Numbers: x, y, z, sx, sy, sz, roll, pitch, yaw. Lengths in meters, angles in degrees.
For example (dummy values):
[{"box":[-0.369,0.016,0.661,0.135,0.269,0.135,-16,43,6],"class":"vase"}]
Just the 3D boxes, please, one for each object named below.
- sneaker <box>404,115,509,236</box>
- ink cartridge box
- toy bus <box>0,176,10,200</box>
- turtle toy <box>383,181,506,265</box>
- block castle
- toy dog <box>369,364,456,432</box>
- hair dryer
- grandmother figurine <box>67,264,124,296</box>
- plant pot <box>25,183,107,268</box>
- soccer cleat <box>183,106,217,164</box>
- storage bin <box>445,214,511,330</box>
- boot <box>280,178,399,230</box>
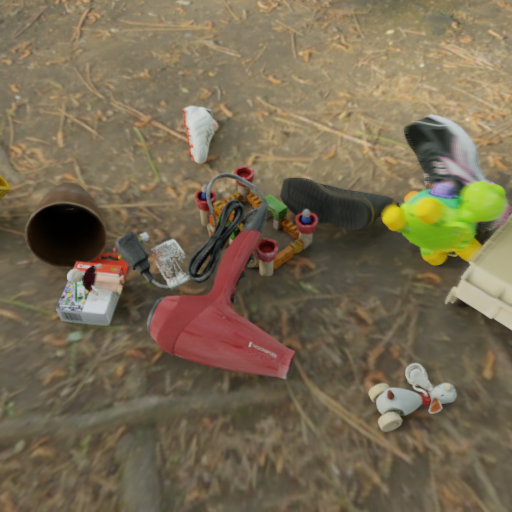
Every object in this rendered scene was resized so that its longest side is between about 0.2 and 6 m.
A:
[{"box":[3.941,-1.624,11.497,1.226,1.141,2.840,-29,76,-28],"class":"sneaker"},{"box":[-3.060,0.491,10.748,0.932,0.430,1.710,5,50,5],"class":"ink cartridge box"},{"box":[-6.248,-0.887,11.288,1.340,2.594,2.448,44,49,-4],"class":"toy bus"},{"box":[3.608,-0.738,10.526,1.620,2.223,1.124,38,66,-21],"class":"turtle toy"},{"box":[-0.049,-0.817,11.451,1.550,1.089,2.320,-34,58,-26],"class":"block castle"},{"box":[2.529,2.237,9.064,1.470,0.708,0.970,-28,55,-22],"class":"toy dog"},{"box":[-0.612,0.489,9.813,2.997,1.069,3.935,-30,73,-1],"class":"hair dryer"},{"box":[-2.928,0.421,10.196,0.976,0.296,0.592,10,59,-16],"class":"grandmother figurine"},{"box":[-3.801,-0.807,11.368,1.488,1.488,1.592,-10,36,-8],"class":"plant pot"},{"box":[-1.311,-3.023,13.636,0.807,0.721,2.081,-6,47,-8],"class":"soccer cleat"},{"box":[5.243,0.638,10.088,2.576,1.207,2.558,36,59,25],"class":"storage bin"},{"box":[1.757,-1.140,11.861,2.194,0.850,1.517,28,28,33],"class":"boot"}]
